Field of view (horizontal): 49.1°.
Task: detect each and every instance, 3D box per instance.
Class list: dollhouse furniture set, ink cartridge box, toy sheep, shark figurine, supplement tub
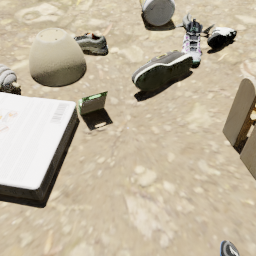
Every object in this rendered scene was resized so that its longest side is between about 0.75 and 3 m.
[{"bbox_3d":[3.982,-0.522,6.609,2.738,2.231,2.604,-13,49,-12],"label":"dollhouse furniture set"},{"bbox_3d":[-2.796,0.286,6.964,2.401,0.609,2.725,8,48,6],"label":"ink cartridge box"},{"bbox_3d":[-3.854,-1.435,8.378,1.458,1.005,1.005,23,51,7],"label":"toy sheep"},{"bbox_3d":[2.547,-4.191,11.062,1.006,0.703,1.684,-21,49,-16],"label":"shark figurine"},{"bbox_3d":[-0.970,-0.760,7.657,0.747,1.027,0.246,-19,71,-18],"label":"ink cartridge box"},{"bbox_3d":[1.149,-5.206,11.555,1.283,1.283,1.774,-5,48,-5],"label":"supplement tub"}]

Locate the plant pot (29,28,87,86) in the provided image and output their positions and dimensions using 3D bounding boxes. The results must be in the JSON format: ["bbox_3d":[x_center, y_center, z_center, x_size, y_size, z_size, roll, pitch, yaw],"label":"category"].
[{"bbox_3d":[-2.338,-2.438,9.039,1.890,1.269,1.890,0,47,-1],"label":"plant pot"}]

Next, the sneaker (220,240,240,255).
[{"bbox_3d":[1.979,2.529,5.034,0.369,0.432,1.042,-4,48,-6],"label":"sneaker"}]

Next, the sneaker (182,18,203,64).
[{"bbox_3d":[2.237,-3.139,9.679,0.699,1.258,1.799,2,47,2],"label":"sneaker"}]

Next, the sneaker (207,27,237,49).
[{"bbox_3d":[3.315,-3.399,10.426,1.557,0.577,0.689,-25,52,-33],"label":"sneaker"}]

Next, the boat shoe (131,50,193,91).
[{"bbox_3d":[0.993,-1.861,8.828,2.416,0.861,0.727,-25,50,-30],"label":"boat shoe"}]

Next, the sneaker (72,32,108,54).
[{"bbox_3d":[-1.553,-3.158,10.102,1.721,0.682,0.636,8,50,9],"label":"sneaker"}]
